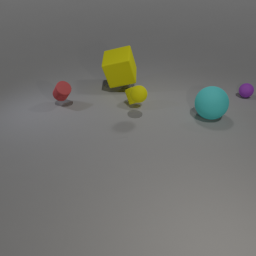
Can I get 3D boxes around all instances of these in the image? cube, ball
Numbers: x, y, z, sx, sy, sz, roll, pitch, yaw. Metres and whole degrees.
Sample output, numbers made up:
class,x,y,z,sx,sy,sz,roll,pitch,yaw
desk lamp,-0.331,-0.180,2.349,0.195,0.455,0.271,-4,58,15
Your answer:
class,x,y,z,sx,sy,sz,roll,pitch,yaw
cube,-0.408,-3.090,14.177,1.400,1.400,1.400,-9,45,12
ball,3.527,-1.056,11.820,1.400,1.400,1.400,0,31,0
ball,0.435,-1.368,11.309,0.700,0.700,0.700,0,31,0
ball,5.848,-1.863,13.849,0.700,0.700,0.700,0,31,0

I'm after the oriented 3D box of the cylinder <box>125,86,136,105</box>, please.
class,x,y,z,sx,sy,sz,roll,pitch,yaw
cylinder,0.285,-1.516,12.952,0.700,0.700,0.700,-19,2,1

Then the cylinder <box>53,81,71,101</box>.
class,x,y,z,sx,sy,sz,roll,pitch,yaw
cylinder,-3.014,-1.678,12.776,0.700,0.700,0.700,11,65,-25
